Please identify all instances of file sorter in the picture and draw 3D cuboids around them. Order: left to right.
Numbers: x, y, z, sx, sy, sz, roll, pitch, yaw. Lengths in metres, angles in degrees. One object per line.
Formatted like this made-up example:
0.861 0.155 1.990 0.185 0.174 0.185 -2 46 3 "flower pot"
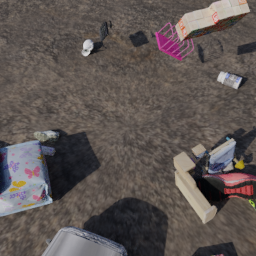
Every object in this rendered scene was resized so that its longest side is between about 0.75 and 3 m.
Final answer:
2.074 -3.797 12.261 1.405 0.881 0.977 15 56 -37 "file sorter"

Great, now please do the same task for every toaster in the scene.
-1.158 3.922 7.554 2.754 1.565 1.779 17 50 10 "toaster"

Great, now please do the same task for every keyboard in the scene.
-1.087 -4.848 13.659 0.926 0.150 1.458 -40 37 25 "keyboard"

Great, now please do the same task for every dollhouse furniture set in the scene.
3.015 1.459 9.051 2.524 2.382 1.647 -30 56 -8 "dollhouse furniture set"

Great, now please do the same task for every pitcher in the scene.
-2.065 -4.366 14.985 0.767 0.542 0.894 -19 44 33 "pitcher"

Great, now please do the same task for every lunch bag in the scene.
-3.941 1.697 9.374 2.404 1.528 2.039 -13 48 -13 "lunch bag"

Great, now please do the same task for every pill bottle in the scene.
4.830 -2.293 13.328 1.005 0.572 0.572 26 55 20 "pill bottle"

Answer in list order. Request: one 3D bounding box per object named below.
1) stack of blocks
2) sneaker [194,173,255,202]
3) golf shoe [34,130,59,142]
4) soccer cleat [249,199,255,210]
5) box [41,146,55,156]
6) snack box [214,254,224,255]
2.895 -3.782 9.726 2.136 1.230 0.626 -19 87 -12 "stack of blocks"
3.463 1.979 9.718 2.341 0.863 1.015 0 12 20 "sneaker"
-3.294 0.285 11.402 1.003 0.393 0.488 10 34 1 "golf shoe"
4.470 2.584 9.474 0.578 0.447 1.382 28 34 -27 "soccer cleat"
-3.476 0.832 10.959 1.231 0.238 0.255 10 51 8 "box"
2.347 4.402 7.861 1.172 0.470 1.390 -8 52 -7 "snack box"
